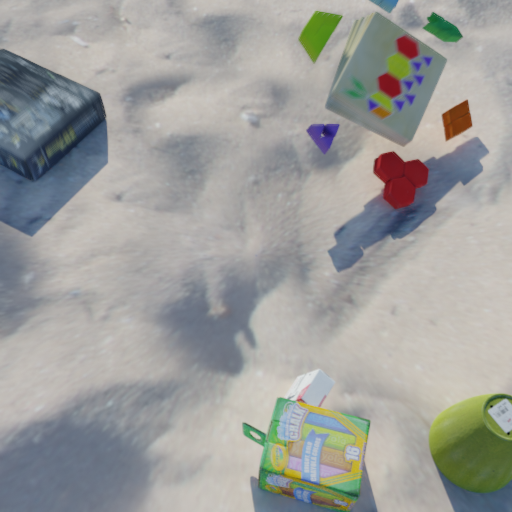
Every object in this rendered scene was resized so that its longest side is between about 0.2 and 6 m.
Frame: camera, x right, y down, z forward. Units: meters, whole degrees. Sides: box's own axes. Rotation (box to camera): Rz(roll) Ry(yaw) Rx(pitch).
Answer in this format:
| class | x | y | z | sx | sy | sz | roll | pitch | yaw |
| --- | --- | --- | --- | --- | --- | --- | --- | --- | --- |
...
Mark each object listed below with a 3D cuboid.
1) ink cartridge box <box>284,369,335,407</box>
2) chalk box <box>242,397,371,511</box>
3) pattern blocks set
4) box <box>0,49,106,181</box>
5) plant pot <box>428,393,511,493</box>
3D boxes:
| class | x | y | z | sx | sy | sz | roll | pitch | yaw |
| --- | --- | --- | --- | --- | --- | --- | --- | --- | --- |
| ink cartridge box | 0.711 | 1.940 | 7.889 | 0.315 | 0.744 | 0.542 | 40 | 60 | -2 |
| chalk box | 0.567 | 2.567 | 7.336 | 1.612 | 1.003 | 0.998 | 11 | 56 | 9 |
| pattern blocks set | 2.515 | -3.383 | 10.854 | 3.785 | 0.349 | 4.306 | 38 | 69 | -5 |
| box | -4.818 | -2.915 | 11.307 | 2.764 | 0.705 | 2.180 | 26 | 58 | 16 |
| plant pot | 3.029 | 2.318 | 7.319 | 1.219 | 1.302 | 1.219 | 0 | 55 | 0 |
